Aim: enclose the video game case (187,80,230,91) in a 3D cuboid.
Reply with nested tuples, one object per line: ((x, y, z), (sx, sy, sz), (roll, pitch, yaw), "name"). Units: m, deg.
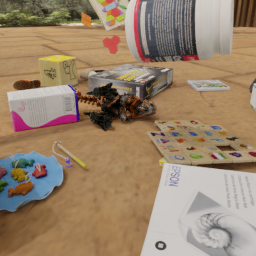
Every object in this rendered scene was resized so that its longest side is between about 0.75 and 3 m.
((3.230, -1.725, 11.340), (1.335, 0.147, 1.217), (-2, 24, -6), "video game case")

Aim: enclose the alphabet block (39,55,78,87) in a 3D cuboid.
((-2.796, -2.272, 11.343), (1.111, 1.132, 1.105), (12, 26, 26), "alphabet block")

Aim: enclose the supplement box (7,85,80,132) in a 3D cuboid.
((-2.359, -0.594, 7.851), (1.774, 0.898, 0.917), (-11, 26, -23), "supplement box")

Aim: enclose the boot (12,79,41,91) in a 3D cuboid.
((-4.104, -1.719, 11.059), (0.609, 0.426, 1.136), (15, 19, 37), "boot")

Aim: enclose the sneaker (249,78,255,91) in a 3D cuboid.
((5.330, -1.482, 9.503), (1.198, 1.024, 2.920), (32, -4, -7), "sneaker")

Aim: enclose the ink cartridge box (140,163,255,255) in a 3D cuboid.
((1.488, 1.340, 4.018), (2.282, 0.463, 2.277), (5, 24, 12), "ink cartridge box")

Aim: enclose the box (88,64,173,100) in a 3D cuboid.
((0.216, -1.858, 10.945), (2.273, 0.694, 2.871), (13, 27, 27), "box")

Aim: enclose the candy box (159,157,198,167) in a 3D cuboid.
((1.266, 0.604, 6.045), (0.638, 0.165, 1.248), (15, 27, 35), "candy box")

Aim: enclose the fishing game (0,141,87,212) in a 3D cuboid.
((-2.124, 0.866, 5.186), (2.568, 0.399, 1.839), (-19, 31, -31), "fishing game")

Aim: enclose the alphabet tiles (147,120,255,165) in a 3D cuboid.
((1.601, 0.241, 6.642), (2.169, 0.098, 2.595), (-1, 19, -11), "alphabet tiles")

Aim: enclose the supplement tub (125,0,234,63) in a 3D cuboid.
((0.894, -1.733, 4.790), (1.667, 1.170, 1.170), (3, 23, 22), "supplement tub")

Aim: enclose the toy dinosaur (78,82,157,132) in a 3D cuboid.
((-0.447, -0.612, 8.099), (2.404, 1.228, 1.631), (-11, 4, 22), "toy dinosaur")

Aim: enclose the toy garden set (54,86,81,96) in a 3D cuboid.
((-2.467, -1.165, 9.882), (1.222, 0.293, 1.466), (6, 25, 13), "toy garden set")

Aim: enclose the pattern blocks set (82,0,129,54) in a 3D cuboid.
((-0.588, -4.314, 9.973), (2.362, 2.687, 0.218), (-38, 13, 7), "pattern blocks set")

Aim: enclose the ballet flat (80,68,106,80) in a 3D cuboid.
((-1.461, -2.417, 12.514), (0.498, 0.505, 1.482), (29, 38, 34), "ballet flat")

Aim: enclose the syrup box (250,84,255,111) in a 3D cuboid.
((4.306, -0.733, 8.360), (0.756, 0.731, 1.856), (3, 24, 6), "syrup box")
